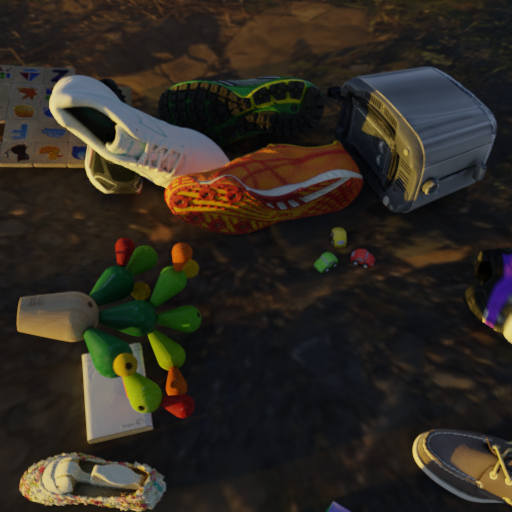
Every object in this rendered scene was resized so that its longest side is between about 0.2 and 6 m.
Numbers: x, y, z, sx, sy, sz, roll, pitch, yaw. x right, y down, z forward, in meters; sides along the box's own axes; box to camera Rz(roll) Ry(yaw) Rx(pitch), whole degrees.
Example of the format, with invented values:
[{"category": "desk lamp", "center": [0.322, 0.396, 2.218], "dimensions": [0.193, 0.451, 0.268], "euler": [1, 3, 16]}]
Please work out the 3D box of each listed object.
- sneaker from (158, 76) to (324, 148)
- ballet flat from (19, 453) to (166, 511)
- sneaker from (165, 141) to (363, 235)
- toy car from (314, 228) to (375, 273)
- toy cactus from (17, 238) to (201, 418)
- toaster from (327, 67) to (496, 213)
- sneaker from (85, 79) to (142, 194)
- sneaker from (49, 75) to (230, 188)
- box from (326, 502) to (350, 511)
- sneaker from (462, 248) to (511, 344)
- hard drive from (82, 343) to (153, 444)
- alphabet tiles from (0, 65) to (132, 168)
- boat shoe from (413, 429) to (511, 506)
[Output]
[{"category": "sneaker", "center": [-0.298, -2.738, 10.548], "dimensions": [3.132, 1.222, 1.334], "euler": [1, 24, 6]}, {"category": "ballet flat", "center": [-1.972, 2.629, 6.681], "dimensions": [1.791, 0.572, 0.677], "euler": [2, 48, 2]}, {"category": "sneaker", "center": [0.096, -1.195, 9.286], "dimensions": [3.310, 1.208, 1.277], "euler": [-8, 52, -20]}, {"category": "toy car", "center": [1.310, -0.032, 8.910], "dimensions": [0.884, 0.210, 0.940], "euler": [-30, 58, -21]}, {"category": "toy cactus", "center": [-1.861, 0.790, 7.391], "dimensions": [2.377, 1.473, 2.881], "euler": [4, 52, -16]}, {"category": "toaster", "center": [2.647, -2.147, 9.646], "dimensions": [1.869, 1.644, 2.894], "euler": [-16, 49, -16]}, {"category": "sneaker", "center": [-2.586, -2.148, 9.809], "dimensions": [0.949, 1.020, 2.363], "euler": [-12, 61, -24]}, {"category": "sneaker", "center": [-1.806, -1.711, 8.950], "dimensions": [3.182, 1.119, 1.275], "euler": [24, 19, -19]}, {"category": "box", "center": [0.840, 3.832, 5.838], "dimensions": [1.199, 0.494, 2.043], "euler": [25, 58, 18]}, {"category": "sneaker", "center": [3.918, 0.150, 8.243], "dimensions": [2.378, 0.827, 1.183], "euler": [-37, 52, -26]}, {"category": "hard drive", "center": [-1.888, 1.818, 7.546], "dimensions": [0.817, 0.165, 1.238], "euler": [-11, 54, -8]}, {"category": "alphabet tiles", "center": [-4.121, -2.716, 10.687], "dimensions": [3.445, 0.130, 2.880], "euler": [-1, 53, -12]}, {"category": "boat shoe", "center": [3.075, 2.595, 6.625], "dimensions": [2.334, 0.695, 0.839], "euler": [20, 56, 15]}]
